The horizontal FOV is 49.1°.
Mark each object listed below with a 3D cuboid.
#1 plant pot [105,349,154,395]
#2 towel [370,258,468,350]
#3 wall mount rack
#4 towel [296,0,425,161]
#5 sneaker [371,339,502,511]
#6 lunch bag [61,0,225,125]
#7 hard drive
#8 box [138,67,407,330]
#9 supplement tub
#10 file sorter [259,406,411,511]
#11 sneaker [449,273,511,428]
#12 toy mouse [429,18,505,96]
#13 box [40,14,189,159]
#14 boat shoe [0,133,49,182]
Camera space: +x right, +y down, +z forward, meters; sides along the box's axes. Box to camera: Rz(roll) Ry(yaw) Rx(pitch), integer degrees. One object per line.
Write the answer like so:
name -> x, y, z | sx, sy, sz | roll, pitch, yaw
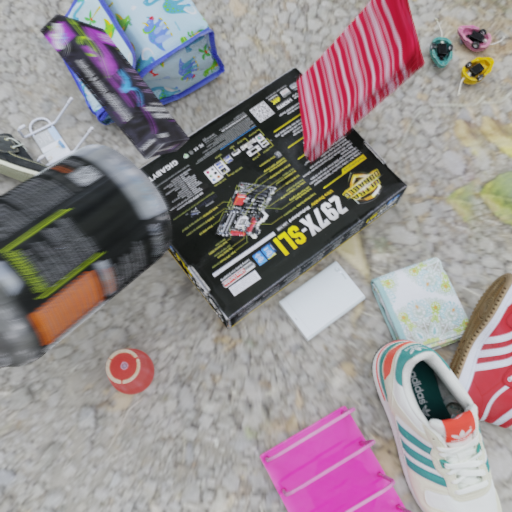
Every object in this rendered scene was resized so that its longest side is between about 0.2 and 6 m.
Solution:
plant pot -> -2.083, 1.833, 9.079 | 0.776, 0.686, 0.776 | 0, 71, -1
towel -> 2.815, 0.891, 9.579 | 1.283, 0.361, 1.499 | -18, 73, -9
wall mount rack -> -3.735, -2.293, 10.560 | 1.189, 0.510, 1.368 | -33, 75, -13
towel -> 1.444, -2.820, 8.544 | 0.280, 2.494, 1.804 | 15, 56, -30
sneaker -> 2.752, 2.776, 8.181 | 1.156, 1.535, 3.283 | -20, 81, -6
lunch bag -> -2.325, -4.007, 10.595 | 2.648, 1.687, 2.251 | -31, 73, 0
hard drive -> 1.140, 0.775, 9.707 | 1.261, 0.166, 0.831 | -35, 75, -10
box -> 0.131, -1.118, 9.936 | 3.922, 0.968, 3.132 | -37, 77, -11
supplement tub -> -2.714, 0.066, 7.086 | 1.874, 1.874, 3.059 | 39, 56, 12
file sorter -> 1.297, 3.561, 8.092 | 1.604, 1.448, 2.309 | -28, 74, -9
sneaker -> 3.974, 1.554, 8.837 | 1.348, 0.854, 2.397 | 23, 100, 6
toy mouse -> 4.073, -4.139, 11.256 | 1.808, 0.350, 1.607 | -37, 76, -12
box -> -1.530, -1.907, 6.439 | 0.310, 1.229, 1.719 | -36, 98, 15
boat shoe -> -4.591, -1.885, 10.249 | 2.279, 0.819, 0.771 | 21, 77, 9
